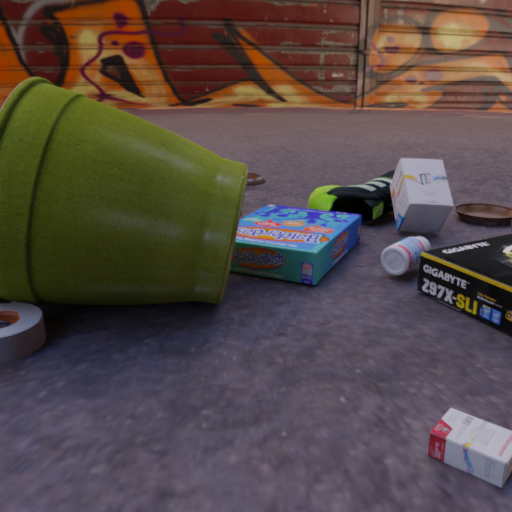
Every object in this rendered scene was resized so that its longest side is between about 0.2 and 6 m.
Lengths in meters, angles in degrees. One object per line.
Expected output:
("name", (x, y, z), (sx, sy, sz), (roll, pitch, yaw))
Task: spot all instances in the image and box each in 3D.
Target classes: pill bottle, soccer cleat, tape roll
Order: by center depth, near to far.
("tape roll", (-3.502, 1.040, 7.627), (1.174, 0.388, 1.174), (0, 20, 0))
("pill bottle", (2.739, -0.032, 10.137), (0.545, 0.545, 1.002), (17, 27, 40))
("soccer cleat", (2.935, -1.335, 13.668), (3.358, 1.134, 1.361), (-12, 30, -14))

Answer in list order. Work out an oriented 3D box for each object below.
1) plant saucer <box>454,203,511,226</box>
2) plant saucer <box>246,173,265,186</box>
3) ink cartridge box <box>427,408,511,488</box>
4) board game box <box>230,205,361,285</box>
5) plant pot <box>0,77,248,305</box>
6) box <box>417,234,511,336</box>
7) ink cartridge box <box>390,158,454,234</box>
("plant saucer", (5.613, -1.008, 13.739), (1.463, 0.268, 1.463), (-1, 20, 0))
("plant saucer", (-0.380, -2.489, 18.111), (1.388, 0.223, 1.388), (1, 18, 0))
("ink cartridge box", (2.121, 1.843, 5.430), (0.726, 0.301, 0.529), (16, 24, 38))
("board game box", (0.648, -0.331, 11.170), (2.208, 0.653, 2.903), (8, 21, 23))
("plant pot", (-1.935, -0.650, 8.754), (3.347, 3.476, 3.476), (11, 19, -4))
("box", (4.740, 0.380, 8.925), (3.317, 0.818, 2.649), (-10, 23, -26))
("ink cartridge box", (3.678, -1.363, 12.600), (0.990, 1.007, 1.369), (2, 55, -3))
